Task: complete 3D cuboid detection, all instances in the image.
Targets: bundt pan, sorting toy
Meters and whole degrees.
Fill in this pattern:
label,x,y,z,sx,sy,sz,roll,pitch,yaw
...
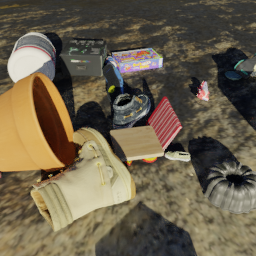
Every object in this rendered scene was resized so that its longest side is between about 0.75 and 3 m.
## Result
label,x,y,z,sx,sy,sz,roll,pitch,yaw
bundt pan,2.816,1.455,7.489,1.607,0.603,1.607,1,36,0
sorting toy,0.236,0.593,8.771,1.411,0.491,1.402,-7,36,-10

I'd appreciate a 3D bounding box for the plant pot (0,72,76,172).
label,x,y,z,sx,sy,sz,roll,pitch,yaw
plant pot,-2.902,0.034,7.920,1.940,2.772,2.772,-16,36,5

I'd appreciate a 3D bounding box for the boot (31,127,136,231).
label,x,y,z,sx,sy,sz,roll,pitch,yaw
boot,-1.491,1.178,7.508,2.317,1.085,2.981,-20,44,-25

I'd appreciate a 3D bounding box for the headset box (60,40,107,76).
label,x,y,z,sx,sy,sz,roll,pitch,yaw
headset box,-2.156,-3.511,13.987,1.996,1.063,2.292,1,36,1

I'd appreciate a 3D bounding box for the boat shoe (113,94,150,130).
label,x,y,z,sx,sy,sz,roll,pitch,yaw
boat shoe,0.209,-0.887,10.326,0.839,1.076,2.371,16,39,21

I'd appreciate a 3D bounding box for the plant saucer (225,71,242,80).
label,x,y,z,sx,sy,sz,roll,pitch,yaw
plant saucer,5.049,-2.501,13.411,0.807,0.111,0.807,1,36,0

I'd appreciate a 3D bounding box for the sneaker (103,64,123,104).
label,x,y,z,sx,sy,sz,roll,pitch,yaw
sneaker,-0.452,-1.766,11.861,0.740,0.880,2.245,-33,49,22

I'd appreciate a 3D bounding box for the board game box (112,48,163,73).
label,x,y,z,sx,sy,sz,roll,pitch,yaw
board game box,0.465,-3.523,14.492,2.240,0.501,1.506,-11,37,-15

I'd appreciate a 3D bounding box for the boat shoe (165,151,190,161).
label,x,y,z,sx,sy,sz,roll,pitch,yaw
boat shoe,1.534,0.827,8.659,0.784,0.243,0.282,7,36,10

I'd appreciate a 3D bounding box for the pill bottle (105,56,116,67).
label,x,y,z,sx,sy,sz,roll,pitch,yaw
pill bottle,-0.882,-3.273,14.139,0.509,0.509,0.907,-5,35,-7

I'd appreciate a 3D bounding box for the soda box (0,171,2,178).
label,x,y,z,sx,sy,sz,roll,pitch,yaw
soda box,-4.079,1.299,7.978,0.867,0.275,0.303,-8,37,-12

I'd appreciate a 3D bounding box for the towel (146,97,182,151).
label,x,y,z,sx,sy,sz,roll,pitch,yaw
towel,1.131,-0.098,9.162,0.202,1.300,1.797,19,30,-23

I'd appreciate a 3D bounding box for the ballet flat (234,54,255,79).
label,x,y,z,sx,sy,sz,roll,pitch,yaw
ballet flat,6.089,-2.981,13.470,1.016,1.016,2.781,28,40,33

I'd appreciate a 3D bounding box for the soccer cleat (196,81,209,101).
label,x,y,z,sx,sy,sz,roll,pitch,yaw
soccer cleat,3.244,-1.570,11.927,0.507,0.442,1.327,33,36,0

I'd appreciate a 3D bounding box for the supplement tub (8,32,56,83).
label,x,y,z,sx,sy,sz,roll,pitch,yaw
supplement tub,-4.249,-3.090,12.671,1.897,1.897,2.704,-6,37,-8
